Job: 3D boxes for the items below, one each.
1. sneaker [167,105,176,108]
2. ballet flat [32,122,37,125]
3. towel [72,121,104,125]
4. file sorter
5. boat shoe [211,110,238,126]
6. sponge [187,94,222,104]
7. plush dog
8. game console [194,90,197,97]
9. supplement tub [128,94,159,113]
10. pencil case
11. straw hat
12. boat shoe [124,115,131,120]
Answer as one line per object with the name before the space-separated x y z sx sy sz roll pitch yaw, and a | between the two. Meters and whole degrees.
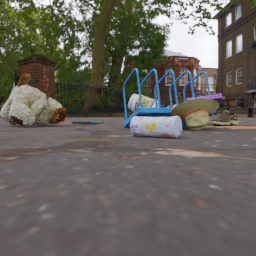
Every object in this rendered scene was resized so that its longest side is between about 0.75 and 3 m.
sneaker | 2.407 -0.824 16.084 0.773 0.838 1.900 -19 -4 -44
ballet flat | -4.885 -0.361 14.886 0.385 0.364 1.143 1 3 11
towel | -2.233 -0.300 15.768 1.254 0.186 1.710 1 2 16
file sorter | 1.445 -1.121 10.788 2.953 1.812 2.049 0 -13 -16
boat shoe | 4.608 -0.478 13.426 0.730 0.732 1.978 3 4 44
sponge | 2.554 -0.901 9.356 1.116 0.166 0.622 -7 -15 16
plush dog | -4.136 -0.958 12.978 2.489 2.325 2.898 27 -14 -34
game console | 3.161 -1.117 15.643 1.781 1.234 2.086 -23 -4 10
supplement tub | 0.939 -1.295 16.662 1.637 1.182 1.182 23 11 19
pencil case | 0.654 -0.032 6.575 1.215 0.505 0.551 1 2 27
straw hat | 2.319 -0.319 9.386 1.664 0.704 1.664 -6 -22 -3
boat shoe | 1.159 -0.851 17.917 2.845 1.043 1.060 0 3 -9
